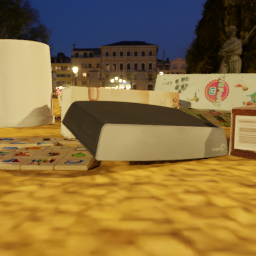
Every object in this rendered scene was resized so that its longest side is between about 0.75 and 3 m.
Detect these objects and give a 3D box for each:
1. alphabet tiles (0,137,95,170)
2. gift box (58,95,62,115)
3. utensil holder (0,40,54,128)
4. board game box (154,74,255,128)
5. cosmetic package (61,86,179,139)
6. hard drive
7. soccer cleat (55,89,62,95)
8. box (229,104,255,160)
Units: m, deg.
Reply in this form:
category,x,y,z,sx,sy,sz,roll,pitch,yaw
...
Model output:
category,x,y,z,sx,sy,sz,roll,pitch,yaw
alphabet tiles,-1.865,0.390,4.894,2.707,0.102,2.263,0,8,1
gift box,-1.402,-0.594,8.678,1.190,1.099,1.112,-15,18,-41
utensil holder,-3.581,-1.405,9.150,2.176,2.561,2.176,-1,8,0
board game box,2.432,-0.643,7.385,2.915,0.937,2.151,7,-7,32
cosmetic package,-0.198,-0.329,6.192,2.383,1.040,1.232,0,5,-23
hard drive,0.324,-0.005,4.586,2.432,0.515,1.640,2,19,-31
soccer cleat,-2.062,-0.968,9.259,0.892,0.341,0.297,32,3,1
box,2.381,-0.004,5.043,0.619,0.827,1.652,6,9,39
